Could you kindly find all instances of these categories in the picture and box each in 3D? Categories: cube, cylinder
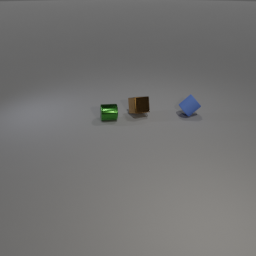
[{"bbox_3d":[0.476,-1.008,12.317,0.700,0.700,0.700,-6,5,-24],"label":"cube"},{"bbox_3d":[2.701,-0.988,12.239,0.700,0.700,0.700,-40,25,15],"label":"cylinder"},{"bbox_3d":[-0.814,-0.672,11.942,0.700,0.700,0.700,-3,28,-10],"label":"cylinder"}]
